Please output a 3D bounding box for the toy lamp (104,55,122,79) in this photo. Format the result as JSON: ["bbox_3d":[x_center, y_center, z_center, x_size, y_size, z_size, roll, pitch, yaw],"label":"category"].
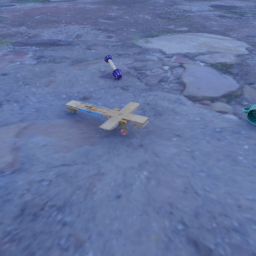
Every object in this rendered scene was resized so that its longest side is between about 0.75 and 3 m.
[{"bbox_3d":[-0.613,-2.563,11.858,0.411,0.411,1.412,-14,49,-21],"label":"toy lamp"}]

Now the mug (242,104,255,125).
[{"bbox_3d":[3.906,-0.479,8.475,0.698,0.573,0.431,48,51,-1],"label":"mug"}]

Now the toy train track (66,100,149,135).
[{"bbox_3d":[-0.704,-0.337,8.518,2.877,0.468,1.650,15,37,30],"label":"toy train track"}]
